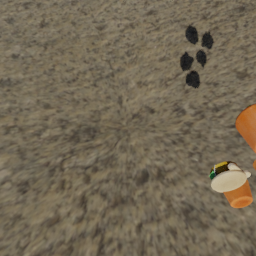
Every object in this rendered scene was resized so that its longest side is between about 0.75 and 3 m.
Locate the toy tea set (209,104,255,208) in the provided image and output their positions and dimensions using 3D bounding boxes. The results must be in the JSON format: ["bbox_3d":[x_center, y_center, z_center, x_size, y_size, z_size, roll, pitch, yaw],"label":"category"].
[{"bbox_3d":[1.687,0.368,3.866,1.113,1.871,0.693,13,43,-20],"label":"toy tea set"}]
